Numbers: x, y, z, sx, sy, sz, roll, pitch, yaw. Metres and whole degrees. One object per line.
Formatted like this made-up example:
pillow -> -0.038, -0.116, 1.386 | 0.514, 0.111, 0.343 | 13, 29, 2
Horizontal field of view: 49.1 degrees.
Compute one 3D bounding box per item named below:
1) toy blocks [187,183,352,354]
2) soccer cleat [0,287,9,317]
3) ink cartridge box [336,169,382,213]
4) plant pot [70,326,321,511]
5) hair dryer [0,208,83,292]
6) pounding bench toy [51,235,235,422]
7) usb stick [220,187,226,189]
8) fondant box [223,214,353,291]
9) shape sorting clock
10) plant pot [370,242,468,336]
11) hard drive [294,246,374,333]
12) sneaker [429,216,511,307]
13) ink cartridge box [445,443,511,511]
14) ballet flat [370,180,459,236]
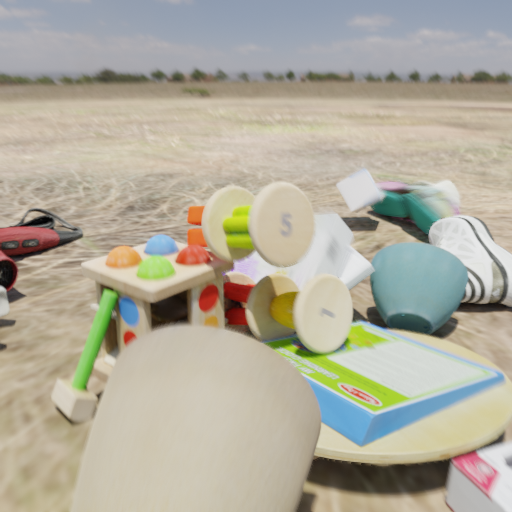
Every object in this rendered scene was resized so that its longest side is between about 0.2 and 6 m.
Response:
toy blocks -> -0.188, 0.118, 5.619 | 0.732, 1.679, 2.015 | -40, 24, -32
soccer cleat -> -3.252, 0.788, 5.555 | 1.032, 0.835, 2.391 | -2, 19, -3
ink cartridge box -> 1.961, -1.205, 10.503 | 0.596, 0.581, 0.928 | -30, -7, 17
plant pot -> -0.447, 1.443, 3.137 | 1.463, 1.463, 1.562 | 4, 33, 11
hair dryer -> -4.105, -0.334, 8.511 | 2.904, 1.036, 3.813 | -6, 21, -19
pounding bench toy -> -1.138, 0.616, 5.283 | 1.063, 1.335, 1.712 | 15, 24, 37
usb stick -> -0.567, -1.483, 13.143 | 0.253, 0.149, 0.914 | -3, 18, -28
fondant box -> 0.299, 0.077, 6.678 | 1.472, 0.429, 1.062 | -2, 54, 44
shape sorting clock -> 0.966, 1.145, 5.030 | 2.479, 0.486, 2.479 | 2, 11, 0
plant pot -> 1.804, 0.482, 6.406 | 1.108, 1.108, 0.746 | 7, 55, 19
hard drive -> 0.678, 0.343, 6.667 | 1.271, 0.167, 0.838 | -38, 32, 0
sneaker -> 2.581, -0.021, 7.834 | 1.317, 0.864, 2.290 | 0, 21, -5
ink cartridge box -> 1.914, 1.630, 3.795 | 0.965, 0.402, 0.701 | -8, 21, -22
ballet flat -> 3.091, -1.010, 10.405 | 0.991, 0.963, 2.785 | -30, 22, -8
